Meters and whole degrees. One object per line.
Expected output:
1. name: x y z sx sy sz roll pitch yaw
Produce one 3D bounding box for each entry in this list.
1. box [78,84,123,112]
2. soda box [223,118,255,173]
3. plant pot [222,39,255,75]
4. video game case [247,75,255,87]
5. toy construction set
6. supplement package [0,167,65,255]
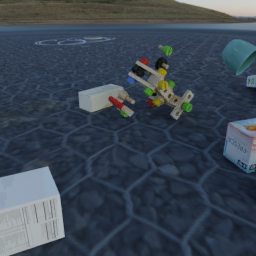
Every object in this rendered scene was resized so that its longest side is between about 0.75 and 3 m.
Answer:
1. box: -1.038 -1.206 11.005 1.684 0.655 0.800 -22 32 -39
2. soda box: 4.051 0.262 7.307 2.985 1.021 0.949 -8 26 -17
3. plant pot: 3.741 -2.483 9.528 1.069 1.069 0.858 -24 61 -42
4. video game case: 6.612 -1.967 12.268 2.352 0.535 2.132 7 11 14
5. toy construction set: 0.974 -1.087 9.649 2.678 2.234 2.058 -35 50 -20
6. supplement package: -1.864 1.425 4.820 1.265 0.953 0.960 -11 27 -23
